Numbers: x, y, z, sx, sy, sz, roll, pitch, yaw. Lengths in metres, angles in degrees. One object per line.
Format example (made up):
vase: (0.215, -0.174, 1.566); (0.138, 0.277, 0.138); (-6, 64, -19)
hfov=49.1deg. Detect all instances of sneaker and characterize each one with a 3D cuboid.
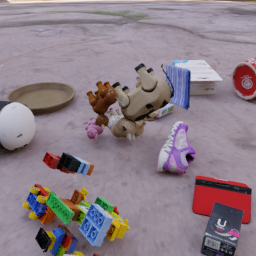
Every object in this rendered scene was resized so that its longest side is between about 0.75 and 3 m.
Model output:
sneaker: (1.355, 0.540, 7.218); (0.829, 0.754, 1.875); (17, 38, 15)

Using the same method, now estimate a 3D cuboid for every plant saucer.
plant saucer: (-3.174, -1.131, 10.387); (2.470, 0.364, 2.470); (0, 31, 0)

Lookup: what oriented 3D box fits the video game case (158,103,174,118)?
video game case: (0.807, -0.728, 9.610); (1.185, 0.269, 1.074); (19, 24, 30)

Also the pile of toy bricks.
pile of toy bricks: (-0.679, 1.541, 5.062); (1.426, 1.602, 2.888); (27, -3, -39)

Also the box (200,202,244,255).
box: (1.713, 1.865, 5.068); (0.556, 0.483, 0.910); (14, 32, 22)

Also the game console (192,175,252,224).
game console: (2.009, 1.502, 6.078); (1.150, 0.683, 0.991); (9, 0, 14)

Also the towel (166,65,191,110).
towel: (1.634, -1.424, 9.524); (0.214, 1.299, 1.795); (-6, 19, -15)

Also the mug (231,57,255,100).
mug: (5.449, -1.938, 10.967); (2.676, 2.375, 1.785); (-16, 70, -19)

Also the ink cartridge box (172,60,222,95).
ink cartridge box: (2.726, -2.010, 11.411); (1.437, 0.841, 2.478); (-2, 30, -3)

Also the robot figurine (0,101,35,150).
robot figurine: (-3.586, -0.086, 7.633); (2.125, 1.596, 1.326); (6, -10, 14)

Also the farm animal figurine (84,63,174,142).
farm animal figurine: (0.010, -0.264, 7.195); (2.145, 2.656, 1.335); (-26, 76, -14)
